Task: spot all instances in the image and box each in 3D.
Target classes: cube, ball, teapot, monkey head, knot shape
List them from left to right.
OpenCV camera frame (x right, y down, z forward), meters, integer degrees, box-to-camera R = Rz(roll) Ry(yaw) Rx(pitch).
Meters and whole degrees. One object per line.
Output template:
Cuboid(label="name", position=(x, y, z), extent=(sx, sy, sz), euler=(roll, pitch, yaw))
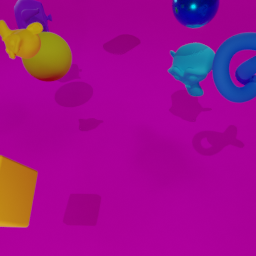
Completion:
Cuboid(label="cube", position=(-1.642, 0.786, 3.376), extent=(0.713, 0.713, 0.713), euler=(-5, 65, 18))
Cuboid(label="monkey head", position=(-1.925, -1.604, 5.008), extent=(0.605, 1.005, 0.723), euler=(-35, 96, -39))
Cuboid(label="teapot", position=(-2.786, -3.246, 8.384), extent=(0.993, 1.261, 2.028), euler=(-12, 10, -6))
Cuboid(label="ball", position=(-2.312, -2.026, 8.028), extent=(1.382, 1.382, 1.382), euler=(0, 44, 0))
Cuboid(label="monkey head", position=(1.716, -1.508, 7.150), extent=(1.741, 1.252, 1.049), euler=(16, 65, 42))
Cuboid(label="ball", position=(1.380, -2.546, 5.734), extent=(0.953, 0.953, 0.953), euler=(0, 44, 0))
Cuboid(label="knot shape", position=(2.112, -1.014, 4.515), extent=(1.577, 1.685, 0.778), euler=(-14, 57, -6))
